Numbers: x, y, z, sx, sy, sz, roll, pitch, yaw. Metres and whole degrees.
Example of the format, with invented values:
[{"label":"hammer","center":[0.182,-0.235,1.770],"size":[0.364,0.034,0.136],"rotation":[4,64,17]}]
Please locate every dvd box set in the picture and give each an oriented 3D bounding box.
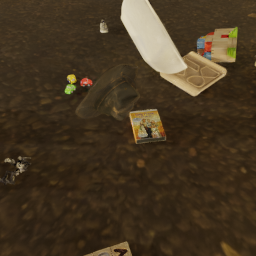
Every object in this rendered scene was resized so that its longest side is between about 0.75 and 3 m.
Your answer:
[{"label":"dvd box set","center":[0.644,-0.086,9.461],"size":[0.996,0.200,1.362],"rotation":[-5,45,-6]}]

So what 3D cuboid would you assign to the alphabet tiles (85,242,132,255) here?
[{"label":"alphabet tiles","center":[-0.206,3.711,5.711],"size":[2.132,0.096,2.550],"rotation":[-14,47,-13]}]

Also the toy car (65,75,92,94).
[{"label":"toy car","center":[-2.131,-1.745,11.135],"size":[1.154,0.257,1.086],"rotation":[17,47,17]}]

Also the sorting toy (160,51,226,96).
[{"label":"sorting toy","center":[2.367,-2.477,11.767],"size":[2.095,0.417,2.834],"rotation":[-36,58,-26]}]

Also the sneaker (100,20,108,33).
[{"label":"sneaker","center":[-1.295,-5.308,14.645],"size":[0.376,0.413,1.007],"rotation":[-12,46,-12]}]

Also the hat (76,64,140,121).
[{"label":"hat","center":[-0.335,-0.800,8.526],"size":[2.498,2.498,1.008],"rotation":[-35,77,-30]}]

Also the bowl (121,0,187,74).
[{"label":"bowl","center":[0.884,-3.287,10.180],"size":[1.106,2.962,2.958],"rotation":[-31,80,16]}]

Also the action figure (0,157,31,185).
[{"label":"action figure","center":[-3.223,1.126,8.046],"size":[0.613,0.526,1.031],"rotation":[6,46,22]}]

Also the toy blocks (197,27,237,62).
[{"label":"toy blocks","center":[3.950,-3.746,12.665],"size":[1.788,1.307,2.615],"rotation":[4,43,20]}]
